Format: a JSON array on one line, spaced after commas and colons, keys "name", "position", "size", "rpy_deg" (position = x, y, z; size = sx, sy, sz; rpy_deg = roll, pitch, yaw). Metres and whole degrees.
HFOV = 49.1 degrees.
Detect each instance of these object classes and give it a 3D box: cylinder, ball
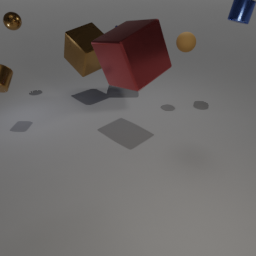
[{"name": "cylinder", "position": [3.735, -3.853, 9.219], "size": [0.700, 0.700, 0.700], "rpy_deg": [12, 21, -5]}, {"name": "ball", "position": [2.065, -3.048, 9.946], "size": [0.700, 0.700, 0.700], "rpy_deg": [0, 29, 0]}, {"name": "ball", "position": [-4.613, -4.267, 11.184], "size": [0.700, 0.700, 0.700], "rpy_deg": [0, 29, 0]}, {"name": "cylinder", "position": [-4.201, -1.621, 9.160], "size": [0.700, 0.700, 0.700], "rpy_deg": [5, 70, 8]}]

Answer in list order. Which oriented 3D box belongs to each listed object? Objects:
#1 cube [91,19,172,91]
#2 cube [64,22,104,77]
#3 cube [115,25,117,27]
[{"name": "cube", "position": [0.111, -2.039, 7.765], "size": [1.400, 1.400, 1.400], "rpy_deg": [-39, 35, -23]}, {"name": "cube", "position": [-1.714, -3.297, 11.812], "size": [1.400, 1.400, 1.400], "rpy_deg": [-34, 71, -31]}, {"name": "cube", "position": [-0.117, -3.525, 12.725], "size": [1.400, 1.400, 1.400], "rpy_deg": [9, -18, -14]}]
